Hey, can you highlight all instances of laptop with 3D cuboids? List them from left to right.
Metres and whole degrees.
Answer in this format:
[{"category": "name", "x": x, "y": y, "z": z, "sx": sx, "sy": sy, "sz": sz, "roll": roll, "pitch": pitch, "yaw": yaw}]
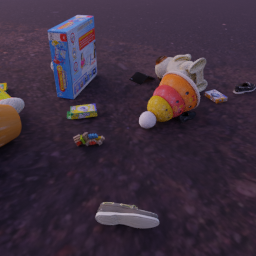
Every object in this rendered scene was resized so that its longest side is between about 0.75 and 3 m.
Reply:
[{"category": "laptop", "x": 0.689, "y": -2.348, "z": 13.376, "sx": 0.801, "sy": 0.467, "sz": 0.904, "roll": 32, "pitch": 20, "yaw": 38}]

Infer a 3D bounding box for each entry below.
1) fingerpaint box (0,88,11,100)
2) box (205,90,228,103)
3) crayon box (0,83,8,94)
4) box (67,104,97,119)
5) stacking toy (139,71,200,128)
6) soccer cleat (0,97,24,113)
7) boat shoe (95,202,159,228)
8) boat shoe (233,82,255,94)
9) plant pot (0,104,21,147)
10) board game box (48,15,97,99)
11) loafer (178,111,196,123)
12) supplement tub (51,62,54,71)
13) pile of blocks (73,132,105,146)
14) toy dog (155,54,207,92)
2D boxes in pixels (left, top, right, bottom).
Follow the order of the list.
[{"category": "fingerpaint box", "x": -5.289, "y": -0.996, "z": 10.905, "sx": 1.201, "sy": 0.528, "sz": 1.440, "roll": -25, "pitch": 40, "yaw": -34}, {"category": "box", "x": 3.651, "y": -1.352, "z": 11.757, "sx": 0.548, "sy": 0.191, "sz": 0.920, "roll": -14, "pitch": 38, "yaw": -21}, {"category": "crayon box", "x": -5.707, "y": -1.610, "z": 12.061, "sx": 0.938, "sy": 0.273, "sz": 0.809, "roll": -11, "pitch": 34, "yaw": -17}, {"category": "box", "x": -1.745, "y": -0.624, "z": 10.538, "sx": 1.117, "sy": 0.270, "sz": 0.655, "roll": -10, "pitch": 31, "yaw": -7}, {"category": "stacking toy", "x": 1.295, "y": -0.766, "z": 10.113, "sx": 1.715, "sy": 1.715, "sz": 2.348, "roll": 30, "pitch": 63, "yaw": 37}, {"category": "soccer cleat", "x": -4.683, "y": -0.318, "z": 9.737, "sx": 2.371, "sy": 0.822, "sz": 0.920, "roll": -27, "pitch": 48, "yaw": -25}, {"category": "boat shoe", "x": 0.000, "y": 1.978, "z": 6.452, "sx": 1.459, "sy": 0.521, "sz": 0.436, "roll": 2, "pitch": 39, "yaw": 10}, {"category": "boat shoe", "x": 5.143, "y": -1.817, "z": 12.281, "sx": 1.229, "sy": 0.371, "sz": 0.454, "roll": -14, "pitch": 36, "yaw": -20}, {"category": "plant pot", "x": -4.298, "y": -0.024, "z": 8.541, "sx": 1.819, "sy": 1.819, "sz": 1.665, "roll": 20, "pitch": 23, "yaw": 27}, {"category": "board game box", "x": -2.245, "y": -3.122, "z": 12.072, "sx": 0.789, "sy": 2.766, "sz": 2.825, "roll": 8, "pitch": 34, "yaw": 13}, {"category": "loafer", "x": 2.194, "y": -0.454, "z": 10.300, "sx": 0.855, "sy": 0.300, "sz": 0.290, "roll": -23, "pitch": 40, "yaw": -30}, {"category": "supplement tub", "x": -3.148, "y": -2.928, "z": 13.583, "sx": 1.070, "sy": 0.774, "sz": 0.774, "roll": 26, "pitch": 41, "yaw": 32}, {"category": "pile of blocks", "x": -1.238, "y": 0.384, "z": 8.949, "sx": 0.994, "sy": 0.408, "sz": 0.309, "roll": -5, "pitch": 34, "yaw": -8}, {"category": "toy dog", "x": 2.116, "y": -2.372, "z": 12.392, "sx": 2.144, "sy": 1.543, "sz": 2.211, "roll": -36, "pitch": 41, "yaw": -9}]
